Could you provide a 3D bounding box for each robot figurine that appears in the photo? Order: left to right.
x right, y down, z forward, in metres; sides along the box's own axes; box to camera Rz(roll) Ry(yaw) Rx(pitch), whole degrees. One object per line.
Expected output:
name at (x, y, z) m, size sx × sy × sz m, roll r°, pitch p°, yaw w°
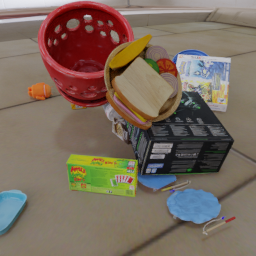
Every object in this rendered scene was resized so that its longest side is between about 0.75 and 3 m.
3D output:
robot figurine at (-3.899, -1.634, 12.513) m, size 1.051 × 0.613 × 0.756 m, roll -6°, pitch 27°, yaw -8°

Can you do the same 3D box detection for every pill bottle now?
pill bottle at (-0.597, -0.935, 10.420) m, size 0.752 × 0.752 × 1.321 m, roll -11°, pitch 46°, yaw -18°

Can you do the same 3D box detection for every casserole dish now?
casserole dish at (-2.915, 1.983, 6.518) m, size 0.822 × 0.263 × 1.358 m, roll 5°, pitch 31°, yaw 9°

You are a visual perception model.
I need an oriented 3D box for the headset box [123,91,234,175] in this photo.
headset box at (1.285, -0.043, 8.352) m, size 2.396 × 1.277 × 2.752 m, roll 1°, pitch 38°, yaw -16°

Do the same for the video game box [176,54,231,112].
video game box at (3.113, -2.001, 12.005) m, size 2.320 × 0.596 × 2.546 m, roll 6°, pitch 61°, yaw 15°

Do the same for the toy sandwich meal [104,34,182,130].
toy sandwich meal at (0.484, -1.245, 7.094) m, size 2.500 × 2.500 × 0.856 m, roll -16°, pitch -7°, yaw -26°

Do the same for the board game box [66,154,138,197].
board game box at (-0.644, 1.220, 7.212) m, size 1.748 × 0.888 × 0.416 m, roll 4°, pitch 29°, yaw 8°

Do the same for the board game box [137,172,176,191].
board game box at (0.752, 1.403, 7.603) m, size 1.066 × 0.208 × 0.842 m, roll -15°, pitch 31°, yaw -37°

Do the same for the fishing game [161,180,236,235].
fishing game at (1.565, 1.883, 6.715) m, size 1.272 × 0.276 × 1.776 m, roll -15°, pitch 25°, yaw -24°

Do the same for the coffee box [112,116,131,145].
coffee box at (-0.102, 0.053, 9.536) m, size 0.414 × 0.586 × 1.037 m, roll -13°, pitch 31°, yaw -31°

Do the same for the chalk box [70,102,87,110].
chalk box at (-2.111, -1.310, 11.872) m, size 0.667 × 0.662 × 1.068 m, roll -5°, pitch 30°, yaw -10°

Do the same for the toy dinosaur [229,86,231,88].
toy dinosaur at (4.306, -2.516, 14.115) m, size 0.967 × 0.550 × 1.820 m, roll -8°, pitch 31°, yaw -15°

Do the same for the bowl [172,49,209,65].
bowl at (3.157, -2.872, 13.758) m, size 2.166 × 0.425 × 2.166 m, roll 0°, pitch 66°, yaw 1°

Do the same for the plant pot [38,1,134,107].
plant pot at (-1.262, -2.077, 8.798) m, size 2.690 × 2.449 × 2.690 m, roll 3°, pitch 66°, yaw -6°
